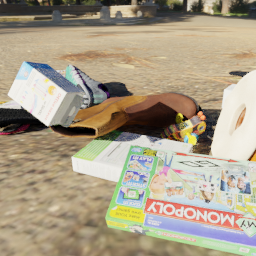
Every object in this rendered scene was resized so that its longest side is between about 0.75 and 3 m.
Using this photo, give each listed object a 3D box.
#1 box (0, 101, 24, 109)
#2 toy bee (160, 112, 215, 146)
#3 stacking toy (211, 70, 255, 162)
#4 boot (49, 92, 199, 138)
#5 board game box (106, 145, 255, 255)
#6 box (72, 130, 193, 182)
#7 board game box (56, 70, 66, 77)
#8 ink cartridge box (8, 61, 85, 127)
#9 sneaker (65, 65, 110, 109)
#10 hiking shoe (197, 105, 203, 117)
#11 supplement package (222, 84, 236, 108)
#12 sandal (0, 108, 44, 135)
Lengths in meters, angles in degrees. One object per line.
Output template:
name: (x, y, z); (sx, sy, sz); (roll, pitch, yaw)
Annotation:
box: (-4.144, -0.456, 7.913); (2.285, 0.474, 0.442); (-6, 24, -10)
toy bee: (1.439, -0.045, 6.463); (1.410, 0.767, 0.923); (-27, 52, -27)
stacking toy: (3.198, 0.232, 5.257); (2.761, 2.017, 2.017); (19, 25, 2)
boot: (0.021, -0.328, 6.467); (2.602, 0.947, 2.764); (12, 17, 28)
board game box: (0.892, 1.000, 4.253); (2.132, 0.310, 1.435); (6, 44, 14)
box: (0.138, 0.593, 5.679); (2.064, 0.375, 1.490); (11, 26, 21)
board game box: (-2.797, -2.207, 11.956); (0.825, 0.399, 0.658); (-4, 24, -10)
ink cartridge box: (-1.231, -0.512, 4.449); (0.983, 0.632, 0.616); (36, 17, 11)
sneaker: (-1.410, -1.381, 9.662); (1.186, 1.008, 2.710); (0, 32, -26)
hiking shoe: (1.762, -0.242, 7.406); (0.410, 0.478, 1.102); (6, 24, 13)
supplement package: (3.451, -0.968, 8.869); (0.628, 0.623, 0.827); (16, 29, 32)
sandal: (-2.965, -0.136, 7.256); (2.552, 0.575, 0.958); (0, 25, -39)
